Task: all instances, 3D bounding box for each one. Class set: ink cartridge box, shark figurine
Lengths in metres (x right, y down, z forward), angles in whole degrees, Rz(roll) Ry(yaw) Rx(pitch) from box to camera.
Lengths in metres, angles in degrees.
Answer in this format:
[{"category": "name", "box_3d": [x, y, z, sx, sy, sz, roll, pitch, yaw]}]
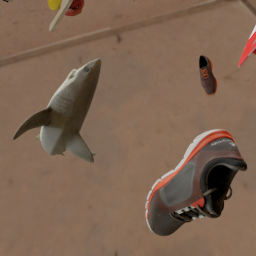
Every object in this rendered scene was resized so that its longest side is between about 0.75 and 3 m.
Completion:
[{"category": "ink cartridge box", "box_3d": [2.996, -2.143, 4.983, 0.825, 1.425, 2.453, 29, 69, 5]}, {"category": "shark figurine", "box_3d": [-0.767, 0.180, 3.800, 0.876, 2.099, 1.254, 38, 59, 5]}]

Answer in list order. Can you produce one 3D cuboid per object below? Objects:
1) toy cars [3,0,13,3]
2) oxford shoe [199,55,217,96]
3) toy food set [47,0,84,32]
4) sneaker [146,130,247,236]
[{"category": "toy cars", "box_3d": [-2.469, -2.689, 5.016, 0.501, 0.247, 1.118, -33, 85, 17]}, {"category": "oxford shoe", "box_3d": [1.855, -1.255, 6.698, 0.375, 0.383, 1.055, -21, 62, 31]}, {"category": "toy food set", "box_3d": [-0.887, -2.696, 4.916, 0.734, 1.321, 2.246, 7, 62, -33]}, {"category": "sneaker", "box_3d": [0.992, 1.098, 4.381, 0.863, 2.240, 0.917, 12, 30, -24]}]
